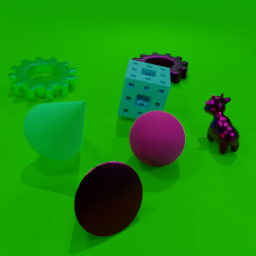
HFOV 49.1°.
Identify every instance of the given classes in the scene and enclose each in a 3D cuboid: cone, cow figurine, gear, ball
[{"bbox_3d":[-1.192,-0.208,5.641,1.355,1.360,1.355,21,53,-31],"label":"cone"},{"bbox_3d":[2.187,-0.131,6.518,0.656,1.176,1.195,-11,36,-8],"label":"cow figurine"},{"bbox_3d":[-0.598,1.147,5.258,1.281,1.281,1.285,-21,14,-26],"label":"cone"},{"bbox_3d":[-2.729,-1.653,9.084,2.072,0.383,2.072,5,40,-4],"label":"gear"},{"bbox_3d":[1.103,-2.153,10.014,2.037,0.377,2.037,0,36,0],"label":"gear"},{"bbox_3d":[0.622,0.230,6.009,1.201,1.201,1.201,0,36,0],"label":"ball"}]

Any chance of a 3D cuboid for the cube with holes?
[{"bbox_3d":[0.435,-0.994,7.594,1.140,1.140,1.140,12,36,-2],"label":"cube with holes"}]
